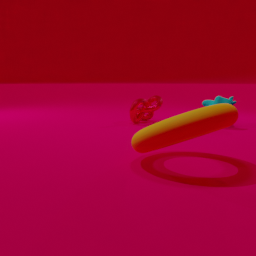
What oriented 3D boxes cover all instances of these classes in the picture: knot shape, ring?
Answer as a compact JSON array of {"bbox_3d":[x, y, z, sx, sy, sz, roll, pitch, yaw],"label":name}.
[{"bbox_3d":[0.536,-0.609,9.893,1.358,0.627,1.271,-26,-12,-20],"label":"knot shape"},{"bbox_3d":[0.984,0.029,4.991,1.916,0.383,1.916,-17,-7,-2],"label":"ring"}]

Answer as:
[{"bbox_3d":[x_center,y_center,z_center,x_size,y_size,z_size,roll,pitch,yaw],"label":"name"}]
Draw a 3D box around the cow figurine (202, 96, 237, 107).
[{"bbox_3d":[3.010,-0.579,9.128,1.272,0.710,1.293,6,-17,44],"label":"cow figurine"}]
